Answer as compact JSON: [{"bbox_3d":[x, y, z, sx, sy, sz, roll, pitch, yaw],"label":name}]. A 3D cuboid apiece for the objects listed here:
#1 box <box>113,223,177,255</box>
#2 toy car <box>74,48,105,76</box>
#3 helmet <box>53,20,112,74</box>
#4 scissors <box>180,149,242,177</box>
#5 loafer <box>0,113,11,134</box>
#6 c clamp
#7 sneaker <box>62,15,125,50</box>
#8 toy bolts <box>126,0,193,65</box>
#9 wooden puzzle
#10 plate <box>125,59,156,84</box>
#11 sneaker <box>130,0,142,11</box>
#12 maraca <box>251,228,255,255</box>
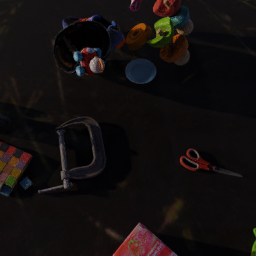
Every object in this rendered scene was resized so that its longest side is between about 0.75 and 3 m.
[{"bbox_3d":[-0.052,4.185,7.659,1.379,1.321,2.766,38,69,17],"label":"box"},{"bbox_3d":[-1.134,-2.241,9.527,0.977,0.938,1.060,-22,26,-35],"label":"toy car"},{"bbox_3d":[-1.671,-3.128,10.977,2.080,2.080,1.983,39,42,18],"label":"helmet"},{"bbox_3d":[2.858,1.435,9.759,2.112,0.147,0.772,29,64,13],"label":"scissors"},{"bbox_3d":[-5.640,-0.522,10.268,2.699,0.947,0.916,15,64,7],"label":"loafer"},{"bbox_3d":[-1.974,0.825,9.913,2.341,0.371,2.741,-5,63,-3],"label":"c clamp"},{"bbox_3d":[-1.517,-4.376,12.043,2.997,1.175,1.129,18,62,16],"label":"sneaker"},{"bbox_3d":[1.626,-4.006,12.016,2.668,1.937,2.793,6,67,49],"label":"toy bolts"},{"bbox_3d":[-4.430,1.333,9.754,2.651,0.186,1.572,21,65,10],"label":"wooden puzzle"},{"bbox_3d":[0.526,-2.334,11.638,1.287,0.164,1.287,0,64,0],"label":"plate"},{"bbox_3d":[0.434,-5.248,11.127,0.454,1.115,0.492,21,50,-25],"label":"sneaker"},{"bbox_3d":[4.133,3.705,8.177,1.169,0.912,1.705,22,54,-11],"label":"maraca"}]
